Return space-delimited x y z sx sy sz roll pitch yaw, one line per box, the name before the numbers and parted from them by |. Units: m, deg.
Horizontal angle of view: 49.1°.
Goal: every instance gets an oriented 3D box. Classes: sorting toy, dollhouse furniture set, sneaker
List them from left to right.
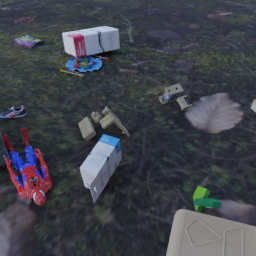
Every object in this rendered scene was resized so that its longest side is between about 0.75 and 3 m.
sneaker | -3.822 -0.514 9.138 0.920 0.377 0.323 -16 40 -20
dollhouse furniture set | -0.741 0.042 8.556 1.071 0.872 1.018 -39 40 7
dollhouse furniture set | 1.609 -0.923 9.647 0.641 0.645 0.915 -19 70 -22
sorting toy | 1.776 2.215 5.502 1.851 0.369 2.504 7 41 17

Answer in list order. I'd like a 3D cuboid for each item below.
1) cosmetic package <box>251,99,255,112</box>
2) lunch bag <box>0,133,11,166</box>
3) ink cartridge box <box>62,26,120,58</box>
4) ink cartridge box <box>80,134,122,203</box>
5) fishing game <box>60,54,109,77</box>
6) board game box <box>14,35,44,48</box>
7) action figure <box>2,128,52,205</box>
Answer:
cosmetic package | 4.542 -0.612 9.273 0.441 0.372 0.853 -9 38 -12
lunch bag | -4.198 0.426 7.313 1.547 1.109 1.886 -26 38 -30
ink cartridge box | -1.733 -4.130 13.294 2.269 0.957 1.643 -18 31 -23
ink cartridge box | -0.674 0.932 6.577 0.473 0.808 1.393 17 50 19
fishing game | -1.943 -2.914 12.385 1.623 0.352 2.266 20 40 23
board game box | -5.186 -4.546 14.684 1.399 0.226 0.840 25 40 30
action figure | -2.558 0.931 7.039 0.878 0.694 2.684 -17 43 -26
